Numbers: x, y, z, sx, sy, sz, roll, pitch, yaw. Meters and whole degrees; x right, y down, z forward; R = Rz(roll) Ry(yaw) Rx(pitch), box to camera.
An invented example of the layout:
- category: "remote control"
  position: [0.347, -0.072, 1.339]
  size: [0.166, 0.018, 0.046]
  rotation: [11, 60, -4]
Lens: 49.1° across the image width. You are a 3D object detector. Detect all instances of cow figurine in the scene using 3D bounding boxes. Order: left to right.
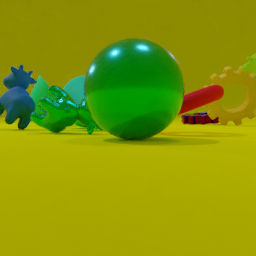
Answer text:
- category: "cow figurine"
  position: [-2.438, -0.738, 6.309]
  size: [1.317, 1.296, 0.723]
  rotation: [25, -5, 41]
- category: "cow figurine"
  position: [-0.995, -0.213, 4.839]
  size: [1.131, 0.631, 1.150]
  rotation: [35, -45, -13]
- category: "cow figurine"
  position: [3.688, -1.132, 7.216]
  size: [0.907, 1.652, 1.626]
  rotation: [-27, -45, 34]

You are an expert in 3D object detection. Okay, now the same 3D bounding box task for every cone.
- category: "cone"
  position: [-2.884, -0.597, 8.855]
  size: [1.512, 1.506, 1.506]
  rotation: [-40, 9, -8]

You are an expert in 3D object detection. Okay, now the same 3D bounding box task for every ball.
- category: "ball"
  position: [-1.043, -0.661, 7.054]
  size: [1.303, 1.303, 1.303]
  rotation: [0, 2, 0]
- category: "ball"
  position: [0.074, -0.471, 3.500]
  size: [1.244, 1.244, 1.244]
  rotation: [0, 2, 0]

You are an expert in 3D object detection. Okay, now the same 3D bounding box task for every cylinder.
- category: "cylinder"
  position: [-0.745, -0.498, 5.830]
  size: [0.797, 0.797, 0.797]
  rotation: [-2, 27, -35]

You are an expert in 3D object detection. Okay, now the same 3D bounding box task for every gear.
- category: "gear"
  position: [2.959, -0.397, 10.777]
  size: [1.748, 0.323, 1.748]
  rotation: [-5, 6, 1]
- category: "gear"
  position: [3.313, -0.993, 8.842]
  size: [1.851, 1.851, 0.342]
  rotation: [0, 23, 4]

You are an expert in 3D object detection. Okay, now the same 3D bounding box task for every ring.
- category: "ring"
  position: [0.988, -0.403, 4.729]
  size: [1.270, 0.254, 1.270]
  rotation: [-21, -1, 0]
